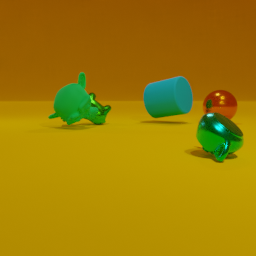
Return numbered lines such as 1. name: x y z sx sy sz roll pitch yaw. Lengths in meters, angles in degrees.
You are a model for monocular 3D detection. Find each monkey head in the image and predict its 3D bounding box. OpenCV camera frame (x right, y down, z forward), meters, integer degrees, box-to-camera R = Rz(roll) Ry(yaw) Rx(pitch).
1. monkey head: -1.401 -0.647 7.601 0.970 1.610 1.158 45 15 22

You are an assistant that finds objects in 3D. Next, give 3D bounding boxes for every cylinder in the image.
1. cylinder: 1.334 -0.990 9.274 1.213 1.213 1.213 -7 0 39

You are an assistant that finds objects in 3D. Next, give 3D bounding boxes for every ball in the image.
1. ball: 3.053 -0.713 9.317 1.108 1.108 1.108 0 6 0

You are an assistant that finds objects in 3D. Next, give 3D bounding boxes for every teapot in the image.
1. teapot: 1.258 0.111 3.996 0.676 0.533 1.088 29 28 -10

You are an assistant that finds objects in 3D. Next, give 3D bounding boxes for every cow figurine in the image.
1. cow figurine: -1.312 -0.504 8.556 1.408 0.773 1.385 36 40 -3
